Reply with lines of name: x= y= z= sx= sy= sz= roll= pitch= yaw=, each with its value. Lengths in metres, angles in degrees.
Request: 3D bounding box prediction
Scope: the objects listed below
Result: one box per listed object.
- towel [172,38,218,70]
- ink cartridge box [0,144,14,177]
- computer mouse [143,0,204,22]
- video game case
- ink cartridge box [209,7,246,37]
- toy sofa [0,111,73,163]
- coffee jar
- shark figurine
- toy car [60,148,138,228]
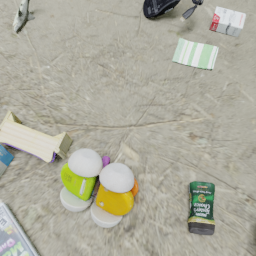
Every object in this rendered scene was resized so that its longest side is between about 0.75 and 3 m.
towel: x=2.395 y=-2.620 z=9.911 sx=1.444 sy=0.169 sz=1.102 roll=17 pitch=66 yaw=8
ink cartridge box: x=-4.215 y=1.131 z=7.554 sx=1.125 sy=1.096 sz=1.750 roll=22 pitch=65 yaw=10
computer mouse: x=1.667 y=-4.452 z=10.103 sx=0.562 sy=2.442 sz=1.715 roll=-2 pitch=73 yaw=-47
video game case: x=-3.591 y=3.764 z=6.693 sx=2.950 sy=0.344 sz=2.682 roll=-37 pitch=70 yaw=-16
ink cartridge box: x=3.690 y=-3.939 z=10.387 sx=1.111 sy=0.465 sz=0.802 roll=18 pitch=65 yaw=9
toy sofa: x=-2.716 y=0.349 z=8.100 sx=1.978 sy=0.819 sz=0.965 roll=19 pitch=73 yaw=9
coffee jar: x=1.936 y=2.107 z=7.367 sx=0.693 sy=0.567 sz=1.329 roll=4 pitch=64 yaw=8
shark figurine: x=-3.738 y=-4.409 z=10.456 sx=0.700 sy=1.678 sz=1.002 roll=20 pitch=24 yaw=-31
toy car: x=-0.689 y=1.374 z=7.313 sx=2.044 sy=1.789 sz=1.533 roll=23 pitch=30 yaw=9
